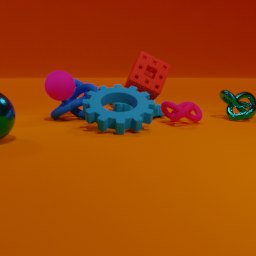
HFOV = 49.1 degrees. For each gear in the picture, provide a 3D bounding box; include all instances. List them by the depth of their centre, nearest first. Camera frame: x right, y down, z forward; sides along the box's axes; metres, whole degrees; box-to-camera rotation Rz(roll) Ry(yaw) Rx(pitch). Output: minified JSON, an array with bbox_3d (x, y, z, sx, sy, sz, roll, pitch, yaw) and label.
[{"bbox_3d":[-0.268,-0.615,8.239,2.074,0.384,2.074,3,37,-2],"label":"gear"},{"bbox_3d":[0.456,-0.735,10.731,2.049,0.379,2.049,2,7,0],"label":"gear"}]

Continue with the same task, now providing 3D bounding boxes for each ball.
[{"bbox_3d":[-3.326,-0.278,6.562,1.288,1.288,1.288,0,11,0],"label":"ball"},{"bbox_3d":[-2.276,-1.407,9.370,1.001,1.001,1.001,0,11,0],"label":"ball"}]

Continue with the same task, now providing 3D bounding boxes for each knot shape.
[{"bbox_3d":[1.734,-0.529,8.994,1.379,0.637,1.291,3,7,7],"label":"knot shape"},{"bbox_3d":[-1.988,-0.925,10.004,1.838,0.908,1.965,-39,53,-14],"label":"knot shape"},{"bbox_3d":[4.104,-0.834,10.097,1.429,0.706,1.527,-1,43,-25],"label":"knot shape"}]

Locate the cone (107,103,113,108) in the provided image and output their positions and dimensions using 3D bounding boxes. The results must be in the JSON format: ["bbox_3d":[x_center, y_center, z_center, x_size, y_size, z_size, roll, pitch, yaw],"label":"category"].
[{"bbox_3d":[-0.674,-1.447,12.191,0.933,0.936,0.933,34,-3,2],"label":"cone"}]

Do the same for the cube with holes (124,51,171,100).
[{"bbox_3d":[0.720,-1.975,11.154,1.286,1.286,1.286,24,-16,-7],"label":"cube with holes"}]
